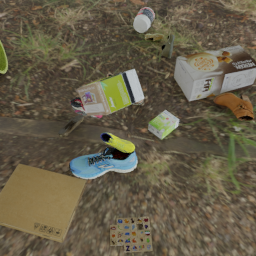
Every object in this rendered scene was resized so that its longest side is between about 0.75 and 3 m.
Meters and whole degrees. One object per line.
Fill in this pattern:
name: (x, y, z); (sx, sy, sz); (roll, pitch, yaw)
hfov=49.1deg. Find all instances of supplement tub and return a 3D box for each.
supplement tub: (0.776, -5.281, 13.701); (0.818, 0.818, 1.166); (14, 51, 12)

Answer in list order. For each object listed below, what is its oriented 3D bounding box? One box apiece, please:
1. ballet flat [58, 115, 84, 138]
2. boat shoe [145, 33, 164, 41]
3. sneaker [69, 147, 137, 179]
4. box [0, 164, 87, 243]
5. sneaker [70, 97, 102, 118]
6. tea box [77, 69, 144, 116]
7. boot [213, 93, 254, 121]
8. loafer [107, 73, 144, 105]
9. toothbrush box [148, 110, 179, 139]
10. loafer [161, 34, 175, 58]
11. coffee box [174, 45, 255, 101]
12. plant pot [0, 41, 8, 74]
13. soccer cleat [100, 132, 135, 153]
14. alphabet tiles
ballet flat: (-1.941, -0.055, 9.690); (0.403, 0.277, 1.197); (8, 41, 33)
boat shoe: (1.243, -4.230, 13.197); (0.902, 0.323, 0.344); (1, 63, 10)
sneaker: (-0.739, 0.888, 8.373); (2.064, 0.928, 0.809); (-9, 51, -11)
box: (-2.511, 2.025, 7.913); (2.233, 0.238, 1.825); (12, 51, 10)
sneaker: (-1.292, -0.600, 9.067); (1.365, 0.510, 0.550); (25, 53, 39)
tea box: (-0.451, -0.857, 6.933); (1.152, 0.783, 1.171); (-25, 13, -27)
boot: (3.832, -0.713, 10.133); (1.345, 0.516, 1.044); (6, 54, -4)
loafer: (-0.178, -1.490, 10.669); (1.786, 0.561, 0.642); (33, 57, 25)
toothbrush box: (1.223, -0.121, 9.637); (0.878, 0.378, 0.640); (-35, 58, -28)
loafer: (1.773, -3.722, 12.564); (0.506, 0.547, 1.454); (10, 51, 3)
coffee box: (3.387, -2.151, 10.873); (2.739, 1.092, 1.566); (-12, 51, -10)
plant pot: (-6.514, -2.967, 10.989); (2.416, 2.544, 2.544); (-20, 51, 0)
soccer cleat: (-0.327, 0.427, 8.059); (1.098, 0.459, 0.355); (23, 91, 23)
alphabet tiles: (0.066, 2.804, 7.391); (1.078, 0.041, 0.901); (-3, 50, -2)
